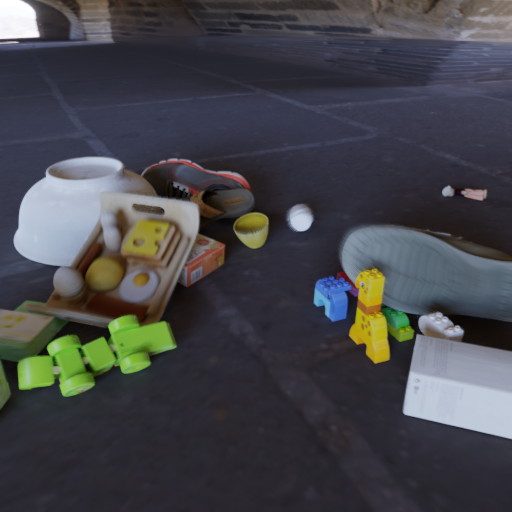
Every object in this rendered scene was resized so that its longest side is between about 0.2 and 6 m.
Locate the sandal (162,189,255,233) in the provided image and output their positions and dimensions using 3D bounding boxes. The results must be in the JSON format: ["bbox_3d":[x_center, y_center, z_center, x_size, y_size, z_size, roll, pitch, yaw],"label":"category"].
[{"bbox_3d":[-0.996,-1.053,12.069,2.195,0.599,0.897,-15,67,-18],"label":"sandal"}]

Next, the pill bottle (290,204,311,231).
[{"bbox_3d":[0.969,-0.820,12.139,0.453,0.453,0.799,1,18,2],"label":"pill bottle"}]

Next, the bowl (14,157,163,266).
[{"bbox_3d":[-3.521,-1.167,11.872,3.290,1.478,3.290,-1,27,0],"label":"bowl"}]

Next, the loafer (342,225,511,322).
[{"bbox_3d":[3.002,0.283,9.112,3.437,1.292,1.197,15,13,-7],"label":"loafer"}]

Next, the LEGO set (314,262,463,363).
[{"bbox_3d":[1.815,0.600,8.671,1.151,1.238,3.017,-11,30,-22],"label":"LEGO set"}]

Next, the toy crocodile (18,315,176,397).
[{"bbox_3d":[-2.171,1.409,7.839,2.203,0.680,0.744,-16,71,-32],"label":"toy crocodile"}]

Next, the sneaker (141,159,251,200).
[{"bbox_3d":[-1.556,-1.554,13.145,2.737,1.055,1.121,6,34,12],"label":"sneaker"}]

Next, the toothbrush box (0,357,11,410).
[{"bbox_3d":[-4.210,1.441,6.980,1.815,1.329,0.774,1,27,4],"label":"toothbrush box"}]

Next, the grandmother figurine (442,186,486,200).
[{"bbox_3d":[5.169,-1.564,13.933,1.017,0.308,0.617,6,1,17],"label":"grandmother figurine"}]

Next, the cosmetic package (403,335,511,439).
[{"bbox_3d":[2.852,1.674,7.160,1.739,0.738,0.936,11,28,18],"label":"cosmetic package"}]

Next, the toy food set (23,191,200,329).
[{"bbox_3d":[-2.326,0.005,9.473,2.021,0.851,2.816,8,50,14],"label":"toy food set"}]

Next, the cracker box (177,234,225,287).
[{"bbox_3d":[-1.590,-0.098,10.737,1.671,0.482,1.119,23,35,27],"label":"cracker box"}]

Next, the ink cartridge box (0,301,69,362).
[{"bbox_3d":[-3.645,1.038,8.835,1.121,0.369,1.541,6,30,13],"label":"ink cartridge box"}]

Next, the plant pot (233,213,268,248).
[{"bbox_3d":[-0.051,-0.458,11.425,0.715,0.507,0.715,-10,40,8],"label":"plant pot"}]
